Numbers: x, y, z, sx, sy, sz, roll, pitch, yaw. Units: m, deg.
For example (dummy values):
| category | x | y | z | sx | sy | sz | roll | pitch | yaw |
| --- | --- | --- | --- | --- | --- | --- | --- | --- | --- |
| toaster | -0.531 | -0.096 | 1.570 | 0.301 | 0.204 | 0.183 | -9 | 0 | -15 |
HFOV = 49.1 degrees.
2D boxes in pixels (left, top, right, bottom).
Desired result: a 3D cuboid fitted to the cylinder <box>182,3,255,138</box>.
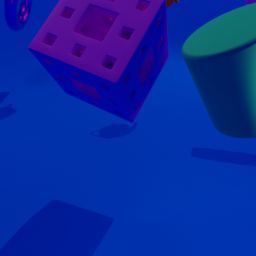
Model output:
| category | x | y | z | sx | sy | sz | roll | pitch | yaw |
| --- | --- | --- | --- | --- | --- | --- | --- | --- | --- |
| cylinder | 1.171 | -0.566 | 2.814 | 0.977 | 0.977 | 0.977 | -24 | 29 | 15 |

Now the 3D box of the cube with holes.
| category | x | y | z | sx | sy | sz | roll | pitch | yaw |
| --- | --- | --- | --- | --- | --- | --- | --- | --- | --- |
| cube with holes | -0.307 | -1.143 | 4.253 | 1.359 | 1.359 | 1.359 | 25 | 77 | 17 |

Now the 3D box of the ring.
| category | x | y | z | sx | sy | sz | roll | pitch | yaw |
| --- | --- | --- | --- | --- | --- | --- | --- | --- | --- |
| ring | -3.540 | -4.105 | 9.128 | 0.373 | 1.867 | 1.867 | 15 | 30 | -8 |

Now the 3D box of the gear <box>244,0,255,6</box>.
| category | x | y | z | sx | sy | sz | roll | pitch | yaw |
| --- | --- | --- | --- | --- | --- | --- | --- | --- | --- |
| gear | 3.576 | -2.409 | 6.472 | 1.913 | 1.913 | 0.354 | 7 | 2 | 11 |

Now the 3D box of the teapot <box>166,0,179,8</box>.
| category | x | y | z | sx | sy | sz | roll | pitch | yaw |
| --- | --- | --- | --- | --- | --- | --- | --- | --- | --- |
| teapot | 0.862 | -3.627 | 7.550 | 1.475 | 0.917 | 0.722 | 3 | 2 | -22 |
